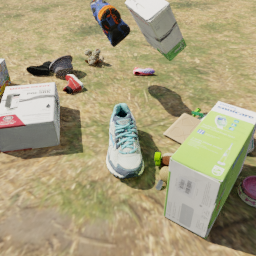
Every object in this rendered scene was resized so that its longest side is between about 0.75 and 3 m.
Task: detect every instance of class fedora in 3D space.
[{"bbox_3d":[-3.135,-2.946,13.629,1.291,1.142,0.583,-24,74,-32],"label":"fedora"}]

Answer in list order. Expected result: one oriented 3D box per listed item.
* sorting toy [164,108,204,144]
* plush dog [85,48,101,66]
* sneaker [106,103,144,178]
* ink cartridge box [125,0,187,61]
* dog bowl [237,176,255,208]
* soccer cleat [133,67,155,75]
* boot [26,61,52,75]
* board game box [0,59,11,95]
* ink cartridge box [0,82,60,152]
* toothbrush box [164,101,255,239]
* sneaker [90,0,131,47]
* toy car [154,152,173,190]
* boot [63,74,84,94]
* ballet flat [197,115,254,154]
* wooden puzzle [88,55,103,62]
[{"bbox_3d":[2.350,-0.055,10.063,1.373,0.273,1.858,27,58,37],"label":"sorting toy"},{"bbox_3d":[-1.813,-3.647,14.739,0.950,0.762,0.816,5,66,26],"label":"plush dog"},{"bbox_3d":[-0.190,0.301,8.968,1.163,1.293,2.996,-5,38,-7],"label":"sneaker"},{"bbox_3d":[0.928,-3.312,9.003,0.833,1.975,1.443,-41,56,4],"label":"ink cartridge box"},{"bbox_3d":[3.601,1.752,7.849,0.971,0.358,0.971,0,37,0],"label":"dog bowl"},{"bbox_3d":[0.784,-2.746,13.817,1.068,0.356,0.408,8,63,5],"label":"soccer cleat"},{"bbox_3d":[-4.384,-3.028,14.011,1.187,0.447,0.887,8,44,-7],"label":"boot"},{"bbox_3d":[-5.725,-2.083,12.173,0.307,1.206,1.794,3,38,4],"label":"board game box"},{"bbox_3d":[-3.534,-0.501,10.154,1.968,1.111,2.682,-7,39,-8],"label":"ink cartridge box"},{"bbox_3d":[2.230,0.975,7.392,1.266,2.141,2.941,24,44,28],"label":"toothbrush box"},{"bbox_3d":[-0.677,-4.164,10.989,1.038,2.755,1.081,-38,76,2],"label":"sneaker"},{"bbox_3d":[1.202,1.347,8.273,0.895,0.860,1.090,6,67,13],"label":"toy car"},{"bbox_3d":[-2.709,-1.994,12.713,0.889,0.446,1.232,-28,49,-30],"label":"boot"},{"bbox_3d":[3.429,-0.035,9.845,0.832,0.832,2.397,-22,42,-26],"label":"ballet flat"},{"bbox_3d":[-1.756,-3.774,15.281,0.781,0.145,0.723,3,38,-5],"label":"wooden puzzle"}]
